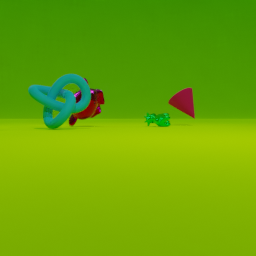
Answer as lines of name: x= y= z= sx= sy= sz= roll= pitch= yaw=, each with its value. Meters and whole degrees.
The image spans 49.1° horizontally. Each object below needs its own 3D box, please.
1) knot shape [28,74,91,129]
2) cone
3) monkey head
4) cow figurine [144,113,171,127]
knot shape: x=-1.777 y=-0.844 z=7.757 sx=1.569 sy=1.676 sz=0.775 roll=-28 pitch=-30 yaw=-20
cone: x=2.494 y=-0.871 z=11.765 sx=1.177 sy=1.182 sz=1.177 roll=-26 pitch=-19 yaw=-9
monkey head: x=-1.598 y=-1.000 z=10.058 sx=1.158 sy=1.921 sz=1.382 roll=-3 pitch=39 yaw=-42
cow figurine: x=1.027 y=-0.286 z=9.964 sx=0.921 sy=0.514 sz=0.936 roll=-4 pitch=13 yaw=5
